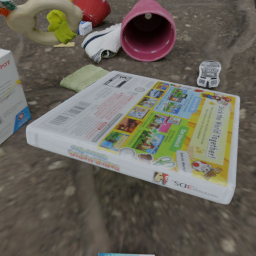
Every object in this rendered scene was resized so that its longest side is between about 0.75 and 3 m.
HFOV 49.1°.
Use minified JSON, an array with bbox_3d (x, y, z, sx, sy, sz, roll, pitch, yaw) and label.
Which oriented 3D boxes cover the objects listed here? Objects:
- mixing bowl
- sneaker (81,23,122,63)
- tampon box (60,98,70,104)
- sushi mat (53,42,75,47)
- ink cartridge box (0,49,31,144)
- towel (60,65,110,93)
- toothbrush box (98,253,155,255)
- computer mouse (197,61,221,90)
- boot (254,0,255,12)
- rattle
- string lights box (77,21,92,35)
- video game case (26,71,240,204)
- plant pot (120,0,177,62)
[{"bbox_3d":[-2.070,-6.157,14.810,2.077,2.077,1.125,18,78,20],"label":"mixing bowl"},{"bbox_3d":[-0.740,-3.742,12.382,2.785,1.064,1.121,-36,85,-33],"label":"sneaker"},{"bbox_3d":[-0.894,-0.418,8.275,1.268,1.068,1.691,31,49,32],"label":"tampon box"},{"bbox_3d":[-3.030,-3.963,13.332,0.994,0.060,0.476,-1,40,-2],"label":"sushi mat"},{"bbox_3d":[-4.173,-0.937,7.886,1.698,2.347,1.728,17,43,19],"label":"ink cartridge box"},{"bbox_3d":[-1.559,-1.889,10.628,1.329,0.327,1.792,23,45,26],"label":"towel"},{"bbox_3d":[-0.041,2.716,4.984,1.062,0.453,0.778,3,40,1],"label":"toothbrush box"},{"bbox_3d":[2.982,-1.709,10.324,1.247,0.499,2.274,9,46,17],"label":"computer mouse"},{"bbox_3d":[3.805,-3.404,6.772,0.654,1.889,1.645,-34,55,-14],"label":"boot"},{"bbox_3d":[-2.600,-3.360,7.555,2.522,1.642,1.801,0,77,-29],"label":"rattle"},{"bbox_3d":[-2.739,-5.304,14.634,1.542,0.455,0.792,19,43,21],"label":"string lights box"},{"bbox_3d":[0.357,-0.172,4.210,2.466,0.310,2.710,15,30,16],"label":"video game case"},{"bbox_3d":[0.825,-4.299,11.849,2.277,2.277,2.038,1,47,1],"label":"plant pot"}]
